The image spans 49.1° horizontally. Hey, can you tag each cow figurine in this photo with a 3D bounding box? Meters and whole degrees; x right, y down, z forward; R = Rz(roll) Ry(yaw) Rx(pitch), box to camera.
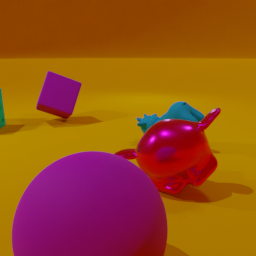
[{"bbox_3d":[0.841,-0.137,5.980,1.263,1.284,0.705,40,41,20],"label":"cow figurine"}]

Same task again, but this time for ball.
[{"bbox_3d":[-0.299,0.822,2.350,1.251,1.251,1.251,0,15,0],"label":"ball"}]

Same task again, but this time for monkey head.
[{"bbox_3d":[0.715,0.320,4.299,1.726,1.040,1.242,-25,9,20],"label":"monkey head"}]

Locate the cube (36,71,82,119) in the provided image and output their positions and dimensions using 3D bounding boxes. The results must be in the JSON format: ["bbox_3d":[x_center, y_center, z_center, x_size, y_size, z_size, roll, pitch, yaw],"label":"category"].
[{"bbox_3d":[-2.045,-0.925,8.214,0.987,0.987,0.987,19,-12,-18],"label":"cube"}]

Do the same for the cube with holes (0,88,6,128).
[{"bbox_3d":[-4.012,-0.448,7.364,1.054,1.054,1.054,0,16,-1],"label":"cube with holes"}]
